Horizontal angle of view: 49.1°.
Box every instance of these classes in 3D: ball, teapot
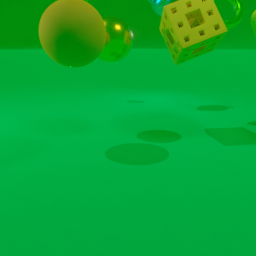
[{"bbox_3d":[-0.441,-2.246,7.132,1.140,1.140,1.140,0,17,0],"label":"ball"},{"bbox_3d":[1.365,-4.577,9.922,1.916,1.191,0.938,2,-21,-19],"label":"teapot"},{"bbox_3d":[-1.157,-1.980,5.905,1.379,1.379,1.379,0,17,0],"label":"ball"}]

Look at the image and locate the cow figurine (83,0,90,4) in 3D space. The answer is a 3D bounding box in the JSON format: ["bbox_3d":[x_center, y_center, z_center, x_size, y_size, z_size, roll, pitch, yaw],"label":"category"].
[{"bbox_3d":[-1.642,-4.957,11.143,0.480,0.861,0.875,30,-12,33],"label":"cow figurine"}]

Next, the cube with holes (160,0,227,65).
[{"bbox_3d":[1.586,-2.483,7.092,1.136,1.136,1.136,-22,-7,-2],"label":"cube with holes"}]

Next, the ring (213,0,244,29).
[{"bbox_3d":[2.777,-3.452,8.154,1.215,1.215,0.243,-2,-8,-6],"label":"ring"}]

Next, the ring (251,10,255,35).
[{"bbox_3d":[3.500,-2.119,6.554,0.328,1.638,1.638,-39,11,14],"label":"ring"}]
